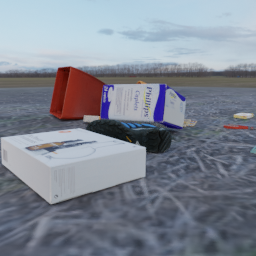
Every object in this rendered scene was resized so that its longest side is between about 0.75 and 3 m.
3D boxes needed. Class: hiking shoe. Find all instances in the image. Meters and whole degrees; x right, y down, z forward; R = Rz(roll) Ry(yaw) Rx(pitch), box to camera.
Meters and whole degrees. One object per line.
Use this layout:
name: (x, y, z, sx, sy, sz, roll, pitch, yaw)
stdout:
hiking shoe: (0.008, 0.262, 8.162, 2.439, 0.907, 1.057, 10, 5, 0)

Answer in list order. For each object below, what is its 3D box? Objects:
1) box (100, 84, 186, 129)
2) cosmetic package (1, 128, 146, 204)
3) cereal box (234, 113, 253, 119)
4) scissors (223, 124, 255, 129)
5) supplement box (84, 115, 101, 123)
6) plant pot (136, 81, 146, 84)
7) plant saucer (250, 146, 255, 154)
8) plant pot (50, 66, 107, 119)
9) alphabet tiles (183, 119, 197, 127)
box: (0.622, -0.746, 10.424, 2.466, 1.294, 2.268, 3, -4, 28)
cosmetic package: (-1.325, 0.631, 6.279, 2.145, 0.735, 2.845, -5, 12, -39)
cereal box: (5.866, -0.625, 14.207, 0.650, 0.179, 0.903, 10, 15, 43)
scissors: (4.797, 0.015, 11.145, 1.881, 0.131, 0.688, 10, 12, 37)
supplement box: (-1.495, -0.377, 12.351, 0.787, 0.289, 0.496, 4, -4, 18)
plant pot: (0.912, -1.323, 14.142, 1.284, 1.835, 1.835, 13, 7, -15)
plant saucer: (4.044, 0.549, 8.251, 0.520, 0.141, 1.488, 7, 14, 35)
plant pot: (-2.452, -1.647, 14.271, 2.177, 2.468, 2.471, 9, 5, -29)
alphabet tiles: (2.232, -0.243, 12.540, 1.557, 0.059, 1.871, 3, 11, 19)
